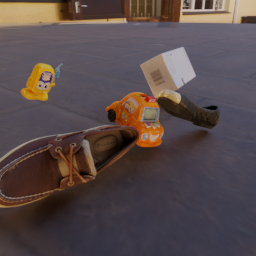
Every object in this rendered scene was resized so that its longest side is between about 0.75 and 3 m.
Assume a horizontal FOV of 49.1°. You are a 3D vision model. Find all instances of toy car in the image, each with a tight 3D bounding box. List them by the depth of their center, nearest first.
[{"bbox_3d":[-0.483,-0.466,5.646,2.930,0.975,1.437,13,30,-33],"label":"toy car"}]

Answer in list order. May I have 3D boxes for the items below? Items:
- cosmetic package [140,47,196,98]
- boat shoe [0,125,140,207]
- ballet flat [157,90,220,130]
[{"bbox_3d":[1.376,-1.862,9.158,0.856,1.191,2.111,-20,11,35],"label":"cosmetic package"},{"bbox_3d":[-0.889,0.488,4.601,2.659,0.959,0.957,-17,1,-39],"label":"boat shoe"},{"bbox_3d":[1.387,-0.482,6.314,0.740,0.632,2.226,16,-1,43],"label":"ballet flat"}]
